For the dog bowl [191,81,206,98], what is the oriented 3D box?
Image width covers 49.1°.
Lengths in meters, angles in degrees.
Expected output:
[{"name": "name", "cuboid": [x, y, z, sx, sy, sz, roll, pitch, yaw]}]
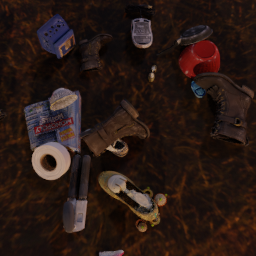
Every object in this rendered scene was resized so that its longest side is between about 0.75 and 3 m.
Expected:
[{"name": "dog bowl", "cuboid": [2.993, -1.655, 11.971, 0.446, 0.198, 0.800, -22, 74, -7]}]

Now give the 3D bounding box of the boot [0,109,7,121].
[{"name": "boot", "cuboid": [-5.770, -1.114, 11.551, 2.060, 0.819, 2.366, 41, 84, 10]}]

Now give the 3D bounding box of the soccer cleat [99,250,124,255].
[{"name": "soccer cleat", "cuboid": [-0.721, 4.502, 9.819, 1.146, 0.400, 0.495, -27, 73, -8]}]

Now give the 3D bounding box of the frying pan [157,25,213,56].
[{"name": "frying pan", "cuboid": [2.493, -4.002, 12.468, 2.485, 0.405, 1.503, -11, 34, 25]}]

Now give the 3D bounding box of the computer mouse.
[{"name": "computer mouse", "cuboid": [0.564, -4.567, 12.778, 1.425, 0.570, 2.598, 2, 66, -4]}]

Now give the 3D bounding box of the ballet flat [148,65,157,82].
[{"name": "ballet flat", "cuboid": [1.063, -2.391, 12.183, 0.280, 0.280, 0.791, 16, 73, 5]}]

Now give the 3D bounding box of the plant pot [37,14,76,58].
[{"name": "plant pot", "cuboid": [-3.019, -3.888, 12.184, 1.138, 1.266, 1.266, 41, 75, 7]}]

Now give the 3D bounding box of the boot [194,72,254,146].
[{"name": "boot", "cuboid": [3.730, -0.746, 11.201, 2.831, 0.980, 2.465, 21, 73, -1]}]

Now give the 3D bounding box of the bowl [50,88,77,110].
[{"name": "bowl", "cuboid": [-2.502, -1.164, 10.520, 1.088, 1.088, 0.510, -26, 82, -8]}]

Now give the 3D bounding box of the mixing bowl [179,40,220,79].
[{"name": "mixing bowl", "cuboid": [3.177, -3.083, 12.039, 1.827, 0.989, 1.827, 0, 73, 0]}]

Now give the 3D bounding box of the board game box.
[{"name": "board game box", "cuboid": [-2.810, -0.021, 11.139, 2.403, 0.741, 2.401, -16, 72, -5]}]

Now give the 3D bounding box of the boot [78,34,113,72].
[{"name": "boot", "cuboid": [-1.374, -3.238, 12.339, 1.746, 0.604, 1.520, -16, 74, 4]}]

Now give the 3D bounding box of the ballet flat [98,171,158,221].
[{"name": "ballet flat", "cuboid": [-0.007, 2.314, 10.151, 2.649, 0.936, 0.936, 36, 75, 18]}]

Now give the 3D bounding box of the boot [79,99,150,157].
[{"name": "boot", "cuboid": [-0.471, 0.245, 10.346, 2.220, 2.550, 0.883, -42, 51, -3]}]

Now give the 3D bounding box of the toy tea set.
[{"name": "toy tea set", "cuboid": [0.827, 2.994, 10.214, 0.955, 0.594, 1.605, 15, 72, 5]}]

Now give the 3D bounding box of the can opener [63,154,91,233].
[{"name": "can opener", "cuboid": [-1.865, 2.322, 10.250, 0.756, 0.948, 2.835, 3, 72, 1]}]

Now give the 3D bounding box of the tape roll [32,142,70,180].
[{"name": "tape roll", "cuboid": [-2.888, 1.228, 10.526, 1.375, 0.481, 1.375, 3, 103, 13]}]

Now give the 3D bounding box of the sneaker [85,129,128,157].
[{"name": "sneaker", "cuboid": [-0.865, 0.454, 10.978, 1.909, 0.768, 0.729, 21, 75, 9]}]
